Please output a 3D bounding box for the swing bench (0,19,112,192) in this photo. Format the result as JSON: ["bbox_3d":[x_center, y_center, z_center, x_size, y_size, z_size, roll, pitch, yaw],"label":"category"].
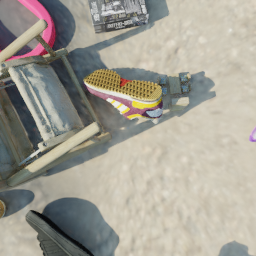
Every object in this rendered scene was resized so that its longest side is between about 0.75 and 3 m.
[{"bbox_3d":[-2.342,-0.397,6.613,2.861,1.856,2.845,-28,81,0],"label":"swing bench"}]

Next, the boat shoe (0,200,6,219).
[{"bbox_3d":[-4.001,2.088,6.696,1.976,0.615,0.737,-8,81,0],"label":"boat shoe"}]

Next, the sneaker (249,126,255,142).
[{"bbox_3d":[4.058,0.776,6.781,1.242,1.130,2.810,-38,77,0],"label":"sneaker"}]

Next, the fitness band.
[{"bbox_3d":[-3.322,-2.908,7.770,2.775,0.519,1.993,41,79,6],"label":"fitness band"}]

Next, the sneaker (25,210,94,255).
[{"bbox_3d":[-1.704,3.054,6.447,2.349,0.706,1.225,36,76,3],"label":"sneaker"}]

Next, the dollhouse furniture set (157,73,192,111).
[{"bbox_3d":[1.251,-0.988,7.284,0.843,0.639,0.962,-6,79,-1],"label":"dollhouse furniture set"}]

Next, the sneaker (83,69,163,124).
[{"bbox_3d":[-0.188,-0.745,7.151,2.310,1.041,0.866,23,52,30],"label":"sneaker"}]

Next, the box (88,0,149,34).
[{"bbox_3d":[-0.391,-3.773,7.906,1.561,0.492,1.979,-13,79,-3],"label":"box"}]
